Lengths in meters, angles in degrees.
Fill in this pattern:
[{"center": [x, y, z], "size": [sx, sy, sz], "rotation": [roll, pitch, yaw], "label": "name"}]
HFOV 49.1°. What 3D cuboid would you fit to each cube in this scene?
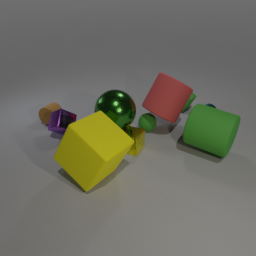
[{"center": [-2.368, -0.204, 10.115], "size": [0.700, 0.700, 0.700], "rotation": [23, -26, -40], "label": "cube"}, {"center": [-0.965, 0.611, 7.908], "size": [1.400, 1.400, 1.400], "rotation": [42, 36, 12], "label": "cube"}, {"center": [2.421, -1.261, 12.178], "size": [0.700, 0.700, 0.700], "rotation": [39, 34, 13], "label": "cube"}, {"center": [0.130, 0.421, 9.561], "size": [0.700, 0.700, 0.700], "rotation": [13, 33, 22], "label": "cube"}]

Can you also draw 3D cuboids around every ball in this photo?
[{"center": [-0.427, -0.584, 9.375], "size": [1.400, 1.400, 1.400], "rotation": [0, 30, 0], "label": "ball"}, {"center": [0.739, -0.219, 10.650], "size": [0.700, 0.700, 0.700], "rotation": [0, 30, 0], "label": "ball"}]

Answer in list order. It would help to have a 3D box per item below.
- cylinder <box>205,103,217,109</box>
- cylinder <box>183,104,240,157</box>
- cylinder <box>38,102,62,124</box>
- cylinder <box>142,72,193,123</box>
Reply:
[{"center": [3.128, -0.551, 11.237], "size": [0.700, 0.700, 0.700], "rotation": [24, 38, 35], "label": "cylinder"}, {"center": [2.716, 0.060, 9.117], "size": [1.400, 1.400, 1.400], "rotation": [22, 36, 27], "label": "cylinder"}, {"center": [-3.082, -0.591, 11.186], "size": [0.700, 0.700, 0.700], "rotation": [9, 25, 15], "label": "cylinder"}, {"center": [1.437, -1.103, 10.261], "size": [1.400, 1.400, 1.400], "rotation": [28, 10, -5], "label": "cylinder"}]
